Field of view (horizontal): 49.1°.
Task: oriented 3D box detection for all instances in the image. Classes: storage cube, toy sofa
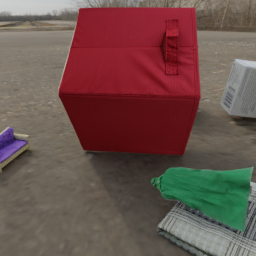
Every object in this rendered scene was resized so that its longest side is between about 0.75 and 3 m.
[{"bbox_3d":[0.146,-1.057,6.772,2.690,2.993,2.558,2,61,6],"label":"storage cube"},{"bbox_3d":[-3.011,0.499,6.890,0.544,0.642,1.315,6,24,13],"label":"toy sofa"}]

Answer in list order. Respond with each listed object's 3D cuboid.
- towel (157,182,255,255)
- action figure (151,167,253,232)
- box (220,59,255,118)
[{"bbox_3d":[1.952,1.538,4.727,2.248,0.388,2.164,17,29,36],"label":"towel"},{"bbox_3d":[1.186,1.060,4.853,1.726,0.472,1.020,6,64,31],"label":"action figure"},{"bbox_3d":[4.263,-1.262,9.266,1.803,1.658,0.946,6,26,-8],"label":"box"}]
